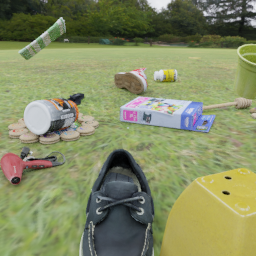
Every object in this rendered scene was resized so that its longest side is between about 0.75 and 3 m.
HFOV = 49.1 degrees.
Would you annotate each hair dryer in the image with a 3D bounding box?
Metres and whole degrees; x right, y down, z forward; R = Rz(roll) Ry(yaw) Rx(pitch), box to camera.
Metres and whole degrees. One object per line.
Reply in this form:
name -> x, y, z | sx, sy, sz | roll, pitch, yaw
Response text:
hair dryer -> -2.181, 0.751, 6.176 | 1.198, 0.427, 1.573 | 5, 21, 11

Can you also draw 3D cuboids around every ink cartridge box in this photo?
ink cartridge box -> 1.410, -0.540, 9.633 | 2.946, 0.618, 1.758 | 10, 22, 22

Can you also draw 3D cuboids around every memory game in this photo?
memory game -> -2.341, -0.088, 8.905 | 2.823, 0.180, 2.823 | 0, 20, 0

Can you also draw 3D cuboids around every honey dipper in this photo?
honey dipper -> 3.702, -0.872, 10.820 | 2.317, 0.440, 0.440 | -9, 21, -17

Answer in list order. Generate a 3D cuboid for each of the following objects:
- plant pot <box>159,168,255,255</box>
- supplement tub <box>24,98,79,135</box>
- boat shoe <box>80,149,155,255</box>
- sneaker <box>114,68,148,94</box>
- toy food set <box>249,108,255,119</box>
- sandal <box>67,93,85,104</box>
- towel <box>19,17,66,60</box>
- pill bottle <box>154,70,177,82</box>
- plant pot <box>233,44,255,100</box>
plant pot -> 1.255, 1.272, 3.302 | 1.330, 1.361, 1.321 | -9, 21, -21
supplement tub -> -2.182, -0.382, 8.266 | 0.967, 0.967, 1.577 | 7, 12, 20
boat shoe -> -0.120, 1.144, 4.268 | 1.063, 0.943, 2.843 | 2, 20, 5
sneaker -> 0.610, -2.458, 14.299 | 1.670, 1.058, 2.969 | -13, 21, -24
toy food set -> 4.880, -0.567, 10.242 | 0.760, 0.188, 1.195 | 4, 20, 11
sandal -> -2.312, -1.339, 12.148 | 0.661, 0.372, 1.737 | 0, 19, 0
towel -> -3.021, -3.143, 9.997 | 1.894, 0.222, 1.444 | -40, 11, -6
pill bottle -> 2.222, -3.101, 16.642 | 1.269, 0.706, 0.706 | -3, 20, -7
plant pot -> 3.396, -1.435, 7.503 | 1.249, 1.148, 1.249 | 2, 41, -2
